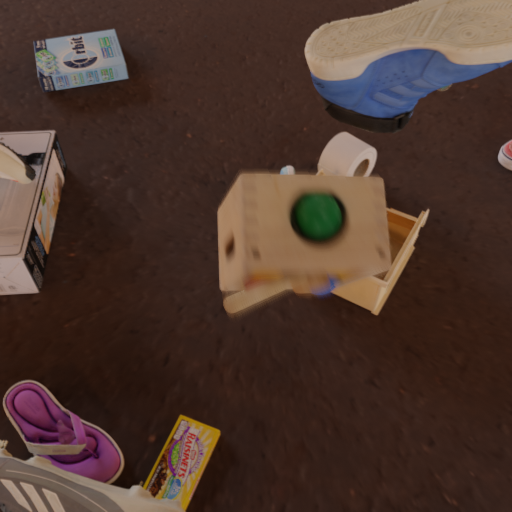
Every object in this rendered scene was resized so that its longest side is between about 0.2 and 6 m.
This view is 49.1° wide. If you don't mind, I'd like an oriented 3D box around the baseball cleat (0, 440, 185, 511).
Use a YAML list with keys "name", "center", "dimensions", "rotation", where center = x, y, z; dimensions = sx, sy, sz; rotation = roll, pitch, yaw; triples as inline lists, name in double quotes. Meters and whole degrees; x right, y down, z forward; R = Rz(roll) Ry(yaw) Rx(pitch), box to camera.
- name: "baseball cleat"
  center: [-2.378, 3.257, 6.596]
  dimensions: [3.014, 1.051, 1.604]
  rotation: [9, 58, 10]

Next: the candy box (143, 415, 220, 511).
- name: "candy box"
  center: [-1.015, 2.810, 7.551]
  dimensions: [0.627, 0.162, 1.227]
  rotation: [18, 53, 12]

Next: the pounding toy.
- name: "pounding toy"
  center: [0.322, -0.037, 5.265]
  dimensions: [1.580, 1.717, 1.220]
  rotation: [-1, 80, -13]

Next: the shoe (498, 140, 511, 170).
- name: "shoe"
  center: [6.145, -2.583, 11.381]
  dimensions: [2.528, 1.150, 0.903]
  rotation: [-18, 53, -14]

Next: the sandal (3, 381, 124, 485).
- name: "sandal"
  center: [-2.741, 2.422, 7.631]
  dimensions: [2.101, 0.516, 0.855]
  rotation: [29, 58, 20]

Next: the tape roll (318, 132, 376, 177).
- name: "tape roll"
  center: [1.768, -1.808, 10.850]
  dimensions: [0.677, 0.985, 0.985]
  rotation: [37, 59, 27]

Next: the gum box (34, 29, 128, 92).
- name: "gum box"
  center: [-4.293, -4.795, 13.674]
  dimensions: [2.018, 0.450, 1.715]
  rotation: [-14, 52, -11]

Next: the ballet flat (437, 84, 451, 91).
- name: "ballet flat"
  center: [3.258, -3.800, 10.560]
  dimensions: [0.516, 1.464, 0.478]
  rotation: [-20, 10, 8]

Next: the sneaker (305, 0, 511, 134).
- name: "sneaker"
  center: [2.531, -2.849, 8.716]
  dimensions: [3.273, 1.821, 1.256]
  rotation: [-5, 64, 16]

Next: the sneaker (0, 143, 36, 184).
- name: "sneaker"
  center: [-4.943, -1.502, 9.573]
  dimensions: [2.419, 0.852, 1.131]
  rotation: [23, 77, 11]

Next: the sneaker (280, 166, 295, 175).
- name: "sneaker"
  center: [0.254, -1.199, 10.619]
  dimensions: [0.944, 0.575, 1.446]
  rotation: [5, 50, 2]

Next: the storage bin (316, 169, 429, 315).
- name: "storage bin"
  center: [1.621, -0.340, 9.651]
  dimensions: [2.044, 0.958, 2.029]
  rotation: [24, 55, 20]

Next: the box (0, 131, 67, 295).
- name: "box"
  center: [-4.654, -0.854, 10.060]
  dimensions: [1.887, 0.973, 3.236]
  rotation: [-2, 50, -2]
